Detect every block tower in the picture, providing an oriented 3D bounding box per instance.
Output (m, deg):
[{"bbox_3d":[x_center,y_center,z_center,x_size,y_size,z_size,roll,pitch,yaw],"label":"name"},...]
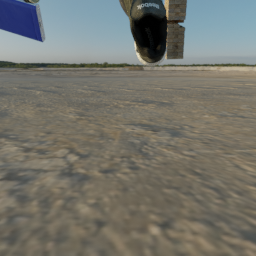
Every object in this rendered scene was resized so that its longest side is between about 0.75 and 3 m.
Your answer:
[{"bbox_3d":[1.888,-4.269,11.349,0.760,2.813,0.813,-3,28,-3],"label":"block tower"}]

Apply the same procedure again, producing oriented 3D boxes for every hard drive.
[{"bbox_3d":[-3.048,-2.984,7.475,1.617,1.067,0.205,19,55,8],"label":"hard drive"}]

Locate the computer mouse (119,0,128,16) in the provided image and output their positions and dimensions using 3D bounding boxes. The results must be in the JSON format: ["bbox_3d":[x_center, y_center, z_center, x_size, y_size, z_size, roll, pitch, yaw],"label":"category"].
[{"bbox_3d":[0.290,-3.463,8.508,0.681,2.583,1.789,-26,7,8],"label":"computer mouse"}]

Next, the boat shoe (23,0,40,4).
[{"bbox_3d":[-1.936,-2.979,5.477,0.351,1.060,0.396,6,14,34],"label":"boat shoe"}]

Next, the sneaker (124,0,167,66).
[{"bbox_3d":[0.337,-2.493,5.572,0.846,2.547,1.152,-13,14,2],"label":"sneaker"}]
